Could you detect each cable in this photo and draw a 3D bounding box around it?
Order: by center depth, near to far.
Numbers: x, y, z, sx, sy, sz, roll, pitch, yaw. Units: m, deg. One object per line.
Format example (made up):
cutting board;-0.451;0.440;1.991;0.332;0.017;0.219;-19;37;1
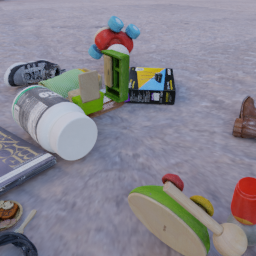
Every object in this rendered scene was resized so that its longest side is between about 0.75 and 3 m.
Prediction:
cable;-1.739;1.949;3.771;1.055;0.328;1.292;-21;36;-22

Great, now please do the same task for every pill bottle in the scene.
pill bottle;-1.711;-0.151;6.458;1.192;1.192;2.109;-24;38;-35

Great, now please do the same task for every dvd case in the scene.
dvd case;-3.110;0.662;5.907;2.657;0.212;1.975;21;35;36

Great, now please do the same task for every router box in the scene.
router box;0.752;-1.457;9.357;1.564;0.536;2.097;2;30;4

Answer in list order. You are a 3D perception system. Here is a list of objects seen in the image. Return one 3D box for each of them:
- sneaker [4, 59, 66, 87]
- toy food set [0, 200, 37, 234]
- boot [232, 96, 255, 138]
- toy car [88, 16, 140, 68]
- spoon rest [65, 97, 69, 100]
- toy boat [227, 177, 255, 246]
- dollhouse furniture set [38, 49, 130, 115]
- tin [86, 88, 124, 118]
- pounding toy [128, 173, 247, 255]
sneaker;-3.176;-1.900;9.841;1.220;0.809;2.144;15;31;28
toy food set;-2.133;1.439;4.682;1.047;0.210;0.723;7;31;12
boot;3.718;-0.124;6.995;1.839;0.591;1.714;13;45;26
toy car;-0.336;-2.843;10.707;1.685;1.756;1.905;7;51;-42
spoon rest;-1.212;-1.220;9.118;1.815;0.550;0.902;-16;30;-2
toy boat;1.827;1.823;3.223;2.162;1.195;2.572;-10;36;2
dollhouse furniture set;-1.440;-1.600;8.178;1.744;1.336;2.661;-23;36;-33
tin;-0.897;-0.782;8.420;1.800;0.377;1.008;-25;43;-37
pounding toy;0.780;1.058;3.830;1.289;1.670;0.775;45;63;-1
